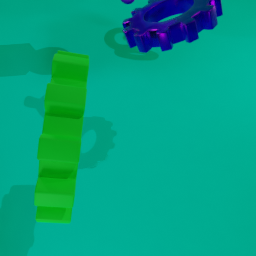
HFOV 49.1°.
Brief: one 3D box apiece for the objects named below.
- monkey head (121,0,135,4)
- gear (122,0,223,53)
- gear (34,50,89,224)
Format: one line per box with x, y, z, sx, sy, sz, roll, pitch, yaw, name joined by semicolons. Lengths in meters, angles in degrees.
-0.184;-3.181;4.984;1.280;1.072;1.780;2;78;21;monkey head
0.690;-1.798;4.562;1.579;0.292;1.579;-15;40;13;gear
-0.777;0.103;3.428;0.366;1.977;1.977;7;53;-11;gear
